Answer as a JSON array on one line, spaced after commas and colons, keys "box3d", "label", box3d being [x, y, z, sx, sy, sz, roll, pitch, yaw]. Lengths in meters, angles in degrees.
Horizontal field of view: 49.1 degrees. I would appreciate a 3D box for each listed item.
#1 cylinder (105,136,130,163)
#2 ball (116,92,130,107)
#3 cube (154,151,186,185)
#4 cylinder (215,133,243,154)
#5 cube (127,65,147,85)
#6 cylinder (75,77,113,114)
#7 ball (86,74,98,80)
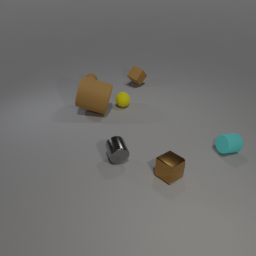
[{"box3d": [-0.375, 0.758, 9.796, 0.700, 0.700, 0.700, -9, 42, -15], "label": "cylinder"}, {"box3d": [-0.247, -1.373, 13.470, 0.700, 0.700, 0.700, 0, 31, 0], "label": "ball"}, {"box3d": [1.373, 1.281, 9.172, 0.700, 0.700, 0.700, -21, 37, -37], "label": "cube"}, {"box3d": [3.689, 0.565, 10.220, 0.700, 0.700, 0.700, -3, 30, -28], "label": "cylinder"}, {"box3d": [0.500, -2.918, 15.553, 0.700, 0.700, 0.700, 33, -1, 29], "label": "cube"}, {"box3d": [-1.530, -1.470, 12.693, 1.400, 1.400, 1.400, 16, 31, -4], "label": "cylinder"}, {"box3d": [-2.018, -2.629, 15.369, 0.700, 0.700, 0.700, 0, 31, 0], "label": "ball"}]
